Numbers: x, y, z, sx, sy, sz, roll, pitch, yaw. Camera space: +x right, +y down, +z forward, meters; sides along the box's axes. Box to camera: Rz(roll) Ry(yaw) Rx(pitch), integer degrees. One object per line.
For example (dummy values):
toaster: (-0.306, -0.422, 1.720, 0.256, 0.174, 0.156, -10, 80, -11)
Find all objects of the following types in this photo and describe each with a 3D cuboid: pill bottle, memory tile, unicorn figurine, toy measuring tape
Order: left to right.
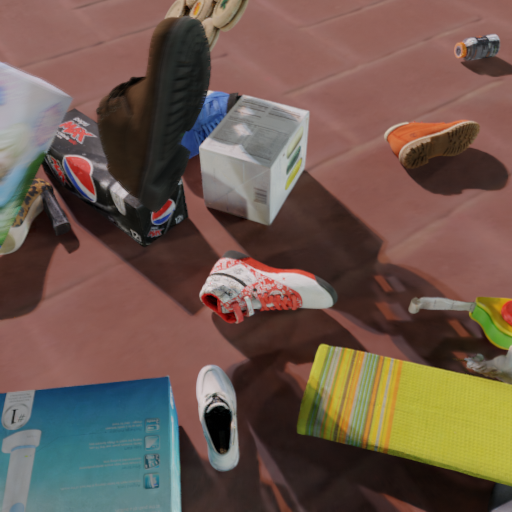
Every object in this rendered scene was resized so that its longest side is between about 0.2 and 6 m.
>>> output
memory tile: (-0.735, -4.472, 9.704, 0.252, 2.997, 2.297, 23, 48, -35)
pill bottle: (5.444, -5.146, 13.859, 1.011, 0.537, 0.537, -12, 49, -11)
toy measuring tape: (3.347, 0.994, 8.238, 2.089, 0.768, 0.768, 3, 48, 2)
unicorn figurine: (3.542, 1.619, 7.817, 0.863, 0.464, 1.256, -30, 60, -11)

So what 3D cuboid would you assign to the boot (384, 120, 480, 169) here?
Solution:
boot: (3.572, -2.480, 11.397, 1.900, 0.713, 1.019, -17, 45, -13)

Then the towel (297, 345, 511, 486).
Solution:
towel: (2.227, 2.083, 7.303, 3.237, 0.292, 1.393, 10, 48, 17)

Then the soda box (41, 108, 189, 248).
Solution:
soda box: (-2.732, -1.501, 10.277, 3.155, 0.999, 1.117, 34, 56, 27)

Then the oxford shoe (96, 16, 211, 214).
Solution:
oxford shoe: (-1.470, -1.802, 7.171, 1.335, 3.162, 1.149, 33, 53, -1)

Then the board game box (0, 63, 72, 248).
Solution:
board game box: (-3.508, -0.883, 6.467, 0.604, 2.930, 2.937, 28, 8, -2)

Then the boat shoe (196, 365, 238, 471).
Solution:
boat shoe: (-0.527, 2.049, 7.430, 0.537, 0.491, 1.493, -4, 48, -4)

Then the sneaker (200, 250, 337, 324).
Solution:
sneaker: (0.134, 0.670, 8.564, 2.021, 0.675, 1.083, 19, 52, 21)

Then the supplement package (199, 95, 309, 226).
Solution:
supplement package: (0.002, -1.781, 10.270, 1.357, 1.367, 1.801, 18, 51, 16)

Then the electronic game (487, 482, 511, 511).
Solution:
electronic game: (3.987, 3.315, 6.236, 2.681, 0.558, 2.681, -2, 41, 2)

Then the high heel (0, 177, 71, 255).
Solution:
high heel: (-4.437, -0.766, 9.734, 2.025, 0.723, 1.444, -16, 55, -35)

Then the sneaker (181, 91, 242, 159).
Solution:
sneaker: (-0.833, -2.653, 11.396, 1.254, 0.865, 2.254, 8, 41, 18)

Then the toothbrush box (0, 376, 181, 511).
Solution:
toothbrush box: (-1.876, 2.921, 6.162, 2.058, 1.199, 2.811, -6, 48, -5)
